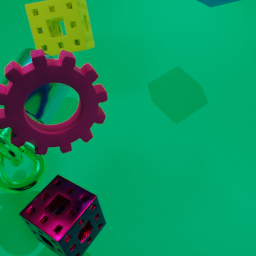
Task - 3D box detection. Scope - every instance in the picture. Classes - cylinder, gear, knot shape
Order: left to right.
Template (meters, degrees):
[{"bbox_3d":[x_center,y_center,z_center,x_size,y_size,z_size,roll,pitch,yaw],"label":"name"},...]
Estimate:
[{"bbox_3d":[-2.617,0.378,6.031,0.882,1.787,1.909,-24,59,7],"label":"knot shape"},{"bbox_3d":[-1.688,-0.697,5.067,1.061,1.061,1.061,22,74,13],"label":"cylinder"},{"bbox_3d":[-1.129,-0.340,4.222,1.620,1.620,0.300,-19,36,-11],"label":"gear"}]

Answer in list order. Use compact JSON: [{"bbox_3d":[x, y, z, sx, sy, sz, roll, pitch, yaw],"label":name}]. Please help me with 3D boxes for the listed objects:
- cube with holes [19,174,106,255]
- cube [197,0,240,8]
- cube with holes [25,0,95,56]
[{"bbox_3d":[-1.227,1.786,5.501,1.040,1.040,1.040,20,50,29],"label":"cube with holes"},{"bbox_3d":[2.423,-4.109,7.266,1.329,1.329,1.329,7,96,46],"label":"cube"},{"bbox_3d":[-1.671,-2.576,7.215,1.230,1.230,1.230,-8,18,5],"label":"cube with holes"}]
